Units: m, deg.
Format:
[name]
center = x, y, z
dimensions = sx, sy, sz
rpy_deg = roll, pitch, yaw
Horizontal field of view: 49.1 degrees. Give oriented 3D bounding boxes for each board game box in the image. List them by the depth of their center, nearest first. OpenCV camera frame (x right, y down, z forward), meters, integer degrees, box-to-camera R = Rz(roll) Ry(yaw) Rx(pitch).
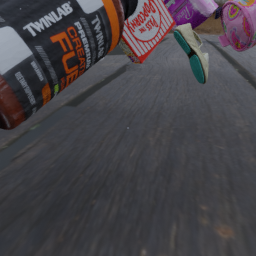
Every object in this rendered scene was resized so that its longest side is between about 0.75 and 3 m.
[board game box]
center = 0.106, -2.525, 6.074
dimensions = 1.362, 1.797, 0.416
rpy_deg = -52, 33, -14

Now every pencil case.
[pencil case]
center = 3.079, -2.403, 5.680
dimensions = 2.482, 1.085, 1.085
rpy_deg = -24, 27, -8

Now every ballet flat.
[ballet flat]
center = 1.778, -1.958, 7.264
dimensions = 0.569, 1.637, 0.569
rpy_deg = -28, 4, 2

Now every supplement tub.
[supplement tub]
center = -1.008, -1.287, 3.673
dimensions = 1.411, 1.411, 2.638
rpy_deg = 20, 56, 40

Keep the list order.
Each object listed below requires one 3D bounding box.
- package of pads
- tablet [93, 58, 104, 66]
[package of pads]
center = 1.315, -3.588, 7.634
dimensions = 1.230, 2.041, 0.772
rpy_deg = -34, 13, 48
[tablet]
center = -1.787, -0.829, 4.769
dimensions = 2.560, 0.175, 1.666
rpy_deg = -31, 35, -14
